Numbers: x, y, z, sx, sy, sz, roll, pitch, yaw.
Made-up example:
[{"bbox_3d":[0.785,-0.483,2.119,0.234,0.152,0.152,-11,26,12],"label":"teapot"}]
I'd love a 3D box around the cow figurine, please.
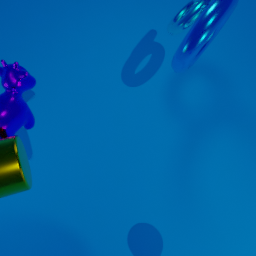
[{"bbox_3d":[-2.418,-0.498,5.638,0.825,1.479,1.503,12,44,15],"label":"cow figurine"}]

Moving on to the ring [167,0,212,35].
[{"bbox_3d":[1.551,-2.897,7.053,0.279,1.395,1.395,42,75,-18],"label":"ring"}]

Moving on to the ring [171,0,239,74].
[{"bbox_3d":[1.683,-2.089,6.232,0.408,2.038,2.038,39,76,6],"label":"ring"}]

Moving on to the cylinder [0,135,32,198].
[{"bbox_3d":[-2.329,0.733,4.924,1.013,1.013,1.013,-15,72,-13],"label":"cylinder"}]
